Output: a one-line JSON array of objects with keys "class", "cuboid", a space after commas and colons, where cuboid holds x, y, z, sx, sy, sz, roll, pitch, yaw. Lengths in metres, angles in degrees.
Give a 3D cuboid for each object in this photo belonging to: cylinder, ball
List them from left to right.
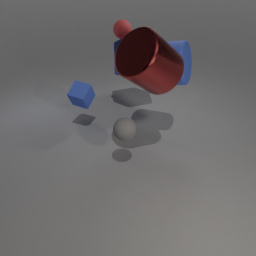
[{"class": "ball", "cuboid": [-0.213, -3.733, 10.596, 0.700, 0.700, 0.700, 0, 31, 0]}, {"class": "ball", "cuboid": [-0.096, 0.031, 8.304, 0.700, 0.700, 0.700, 0, 31, 0]}, {"class": "cylinder", "cuboid": [0.591, -1.775, 7.619, 1.400, 1.400, 1.400, 31, 7, 41]}, {"class": "cylinder", "cuboid": [1.259, -2.114, 9.243, 1.400, 1.400, 1.400, 3, 29, 25]}]

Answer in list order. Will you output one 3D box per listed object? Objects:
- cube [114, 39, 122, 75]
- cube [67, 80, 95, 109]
[{"class": "cube", "cuboid": [0.364, -2.974, 11.685, 1.400, 1.400, 1.400, 0, -4, -36]}, {"class": "cube", "cuboid": [-1.744, -1.244, 10.524, 0.700, 0.700, 0.700, 17, 67, 17]}]
